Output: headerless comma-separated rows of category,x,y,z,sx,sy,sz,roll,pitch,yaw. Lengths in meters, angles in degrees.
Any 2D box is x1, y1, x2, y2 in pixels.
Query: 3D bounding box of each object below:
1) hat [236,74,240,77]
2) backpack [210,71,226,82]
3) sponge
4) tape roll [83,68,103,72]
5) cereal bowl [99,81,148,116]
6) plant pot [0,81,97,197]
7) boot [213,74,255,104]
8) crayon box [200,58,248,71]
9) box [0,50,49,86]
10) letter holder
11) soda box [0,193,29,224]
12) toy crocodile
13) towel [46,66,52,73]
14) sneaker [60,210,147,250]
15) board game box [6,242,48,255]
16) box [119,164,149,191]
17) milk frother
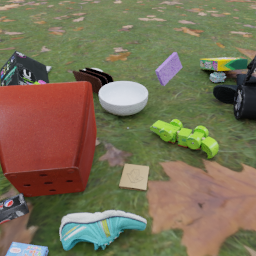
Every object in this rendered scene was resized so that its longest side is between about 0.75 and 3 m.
hat,6.235,-2.584,14.981,0.981,0.396,0.981,2,28,-1
backpack,4.825,-2.759,15.099,0.764,0.575,0.678,-9,36,-4
sponge,1.881,-2.695,12.785,0.222,0.832,1.491,18,56,46
tape roll,-2.073,-2.933,15.556,1.414,0.258,1.414,0,37,0
cereal bowl,-0.198,-1.233,12.669,2.226,0.927,2.226,0,37,0
plant pot,-2.424,0.540,8.678,2.897,2.899,2.555,-5,58,-5
boot,5.332,-1.964,13.674,2.284,0.872,1.919,15,42,9
crayon box,5.252,-3.572,15.572,1.766,0.597,2.047,-5,17,-12
box,-3.370,-1.456,9.201,1.233,1.032,1.660,25,35,-45
letter holder,-1.722,-2.508,13.939,1.765,1.255,0.888,22,63,27
soda box,-3.624,2.419,8.059,1.380,0.488,0.437,-18,40,-23
toy crocodile,2.106,0.343,10.728,2.748,0.848,0.928,18,39,29
towel,-5.191,-3.234,15.986,1.311,0.235,1.361,3,37,4
sneaker,-0.641,2.771,7.505,2.323,0.900,0.925,-6,57,-1
board game box,-2.651,3.474,6.836,0.968,0.234,1.280,5,37,7
box,0.233,1.647,9.434,0.877,0.114,1.073,6,36,8
milk frother,5.884,-1.602,11.598,2.372,2.522,2.276,3,66,5
